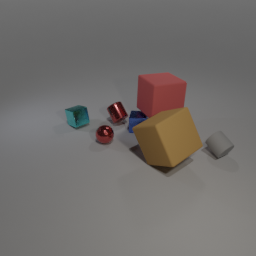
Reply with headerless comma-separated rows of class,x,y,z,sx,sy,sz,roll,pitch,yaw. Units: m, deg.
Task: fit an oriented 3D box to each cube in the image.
cube,0.425,-0.245,11.416,0.700,0.700,0.700,4,29,7
cube,-2.124,-0.505,11.747,0.700,0.700,0.700,-23,25,-33
cube,1.274,-1.278,10.982,1.400,1.400,1.400,-9,29,-21
cube,1.261,0.291,9.061,1.400,1.400,1.400,-29,11,-28

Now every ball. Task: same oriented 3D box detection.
ball,-0.875,0.235,10.558,0.700,0.700,0.700,0,29,0

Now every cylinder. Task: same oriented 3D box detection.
cylinder,-0.443,-0.656,11.865,0.700,0.700,0.700,-22,80,-34
cylinder,3.182,0.569,9.727,0.700,0.700,0.700,-18,59,-30
